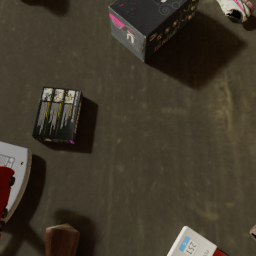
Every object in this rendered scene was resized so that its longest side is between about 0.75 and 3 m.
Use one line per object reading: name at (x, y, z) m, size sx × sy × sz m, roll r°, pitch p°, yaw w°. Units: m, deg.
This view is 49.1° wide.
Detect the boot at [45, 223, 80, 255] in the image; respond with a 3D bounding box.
boot at (-1.468, 3.749, 7.724) m, size 1.947 × 0.671 × 2.089 m, roll 5°, pitch 67°, yaw 2°

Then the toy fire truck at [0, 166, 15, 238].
toy fire truck at (-3.799, 2.283, 7.315) m, size 1.742 × 0.602 × 2.470 m, roll -16°, pitch 62°, yaw 42°

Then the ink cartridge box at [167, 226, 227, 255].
ink cartridge box at (1.844, 4.134, 7.656) m, size 1.858 × 0.472 × 2.109 m, roll 32°, pitch 75°, yaw 11°

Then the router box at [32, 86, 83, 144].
router box at (-2.283, -0.437, 9.185) m, size 1.320 × 0.452 × 1.770 m, roll 6°, pitch 72°, yaw 2°

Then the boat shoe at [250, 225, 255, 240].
boat shoe at (4.354, 3.669, 7.617) m, size 0.716 × 0.864 × 2.405 m, roll -30°, pitch 70°, yaw -9°

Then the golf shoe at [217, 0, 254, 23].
golf shoe at (3.809, -4.662, 10.502) m, size 1.771 × 0.643 × 0.816 m, roll 39°, pitch 76°, yaw 12°

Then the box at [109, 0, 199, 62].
box at (0.950, -4.086, 9.841) m, size 1.752 × 1.520 × 2.866 m, roll 43°, pitch 77°, yaw 13°

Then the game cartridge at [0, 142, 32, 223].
game cartridge at (-3.914, 1.639, 8.515) m, size 1.575 × 0.484 × 2.366 m, roll 13°, pitch 72°, yaw 8°
